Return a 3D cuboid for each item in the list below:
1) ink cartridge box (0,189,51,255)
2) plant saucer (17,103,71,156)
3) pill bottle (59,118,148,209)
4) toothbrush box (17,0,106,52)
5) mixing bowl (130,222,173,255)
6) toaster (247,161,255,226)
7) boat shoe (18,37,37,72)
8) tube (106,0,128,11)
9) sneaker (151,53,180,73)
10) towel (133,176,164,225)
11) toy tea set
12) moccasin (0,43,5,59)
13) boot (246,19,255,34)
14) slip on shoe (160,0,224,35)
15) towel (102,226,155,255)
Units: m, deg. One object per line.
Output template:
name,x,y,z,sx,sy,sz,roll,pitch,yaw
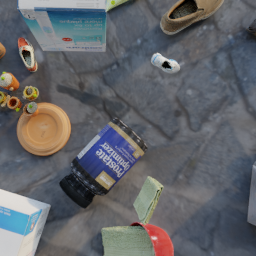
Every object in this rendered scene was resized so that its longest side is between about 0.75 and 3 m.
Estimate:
ink cartridge box,-4.095,3.645,8.829,2.040,2.077,2.821,17,83,2
plant saucer,-3.087,0.030,10.205,1.940,0.313,1.940,0,83,1
pill bottle,-0.849,1.191,9.384,1.616,1.616,2.889,42,84,5
toothbrush box,-1.676,-3.227,7.981,2.112,2.885,1.230,-1,87,-6
mixing bowl,0.809,3.948,9.107,1.018,1.880,1.880,-1,82,-27
toaster,5.397,2.186,9.198,2.331,1.529,2.577,7,88,0
boat shoe,-3.814,-2.808,10.508,0.512,0.450,1.438,-21,82,-1
tube,-0.182,-5.130,10.845,1.735,0.450,0.503,-21,45,2
sneaker,0.877,-1.324,6.058,0.368,0.849,0.318,47,118,39
towel,0.477,1.727,6.941,0.247,1.354,1.005,25,89,-5
toy tea set,-3.985,-1.186,9.973,2.046,0.757,1.217,23,81,15
moccasin,-5.838,-3.634,10.276,1.053,1.111,2.878,-41,84,-5
boot,5.878,-3.880,10.473,2.308,0.799,2.009,-41,85,-3
slip on shoe,2.506,-4.611,10.523,2.890,0.876,1.099,-30,84,-4
towel,0.025,4.008,9.221,2.079,0.379,1.542,-9,81,29
